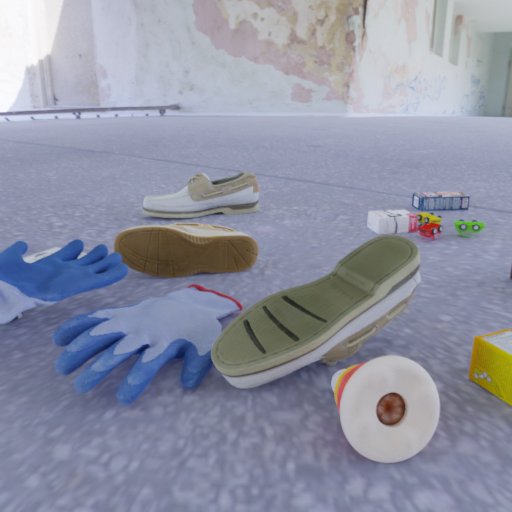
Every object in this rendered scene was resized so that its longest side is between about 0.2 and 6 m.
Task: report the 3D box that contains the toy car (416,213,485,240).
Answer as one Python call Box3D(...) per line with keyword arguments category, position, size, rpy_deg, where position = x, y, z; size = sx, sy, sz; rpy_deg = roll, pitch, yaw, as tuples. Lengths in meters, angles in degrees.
Box3D(category="toy car", position=(4.034, -0.573, 11.692), size=(1.371, 0.325, 1.457), rpy_deg=(5, 19, 13))

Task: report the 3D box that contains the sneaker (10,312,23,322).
Box3D(category="sneaker", position=(-3.985, 0.620, 7.719), size=(1.892, 0.760, 0.817), rpy_deg=(10, 38, 38))

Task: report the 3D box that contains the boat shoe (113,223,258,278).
Box3D(category="boat shoe", position=(-1.210, -0.133, 9.605), size=(2.413, 0.889, 0.835), rpy_deg=(5, 14, -16))

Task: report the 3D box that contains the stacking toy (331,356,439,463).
Box3D(category="stacking toy", position=(1.071, 1.350, 5.398), size=(0.929, 0.929, 1.271), rpy_deg=(-4, -1, -12))

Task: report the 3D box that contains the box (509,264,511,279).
Box3D(category="box", position=(4.537, 0.348, 8.744), size=(0.555, 0.416, 1.109), rpy_deg=(-3, 20, -10))

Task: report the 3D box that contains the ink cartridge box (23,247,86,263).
Box3D(category="ink cartridge box", position=(-3.548, 0.120, 9.751), size=(0.832, 0.209, 0.959), rpy_deg=(9, 20, 28))

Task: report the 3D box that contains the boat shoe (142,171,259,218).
Box3D(category="boat shoe", position=(-1.318, -1.493, 13.430), size=(2.854, 0.976, 1.066), rpy_deg=(-7, 19, -21))

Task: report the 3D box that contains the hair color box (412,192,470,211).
Box3D(category="hair color box", position=(4.620, -1.375, 14.049), size=(1.245, 0.377, 0.623), rpy_deg=(-1, 18, -4))

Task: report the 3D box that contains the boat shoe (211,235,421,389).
Box3D(category="boat shoe", position=(0.812, 0.803, 6.450), size=(2.725, 0.932, 1.018), rpy_deg=(-27, 38, -15))

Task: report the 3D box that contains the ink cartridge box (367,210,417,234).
Box3D(category="ink cartridge box", position=(2.932, -0.740, 12.110), size=(0.881, 0.371, 0.638), rpy_deg=(-4, 18, -11))

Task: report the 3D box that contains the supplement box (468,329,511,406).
Box3D(category="supplement box", position=(2.787, 1.226, 5.830), size=(0.533, 0.536, 0.979), rpy_deg=(-7, 20, -24))

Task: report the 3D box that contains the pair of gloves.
Box3D(category="pair of gloves", position=(-2.007, 0.613, 7.049), size=(3.598, 0.410, 2.893), rpy_deg=(19, 19, 16))
